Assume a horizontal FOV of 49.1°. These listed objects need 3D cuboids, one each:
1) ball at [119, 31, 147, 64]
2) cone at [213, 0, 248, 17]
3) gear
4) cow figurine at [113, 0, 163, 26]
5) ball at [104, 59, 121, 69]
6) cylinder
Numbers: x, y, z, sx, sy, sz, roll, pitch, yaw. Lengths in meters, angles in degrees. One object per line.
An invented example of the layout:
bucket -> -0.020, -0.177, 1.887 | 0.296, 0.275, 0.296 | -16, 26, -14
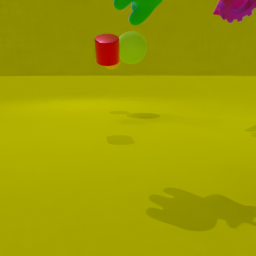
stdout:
ball -> 0.151, -3.451, 12.054 | 1.354, 1.354, 1.354 | 0, 12, 0
cone -> 3.331, -4.145, 9.644 | 1.211, 1.207, 1.207 | -33, 25, -21
gear -> 3.515, -3.957, 8.754 | 1.365, 1.365, 0.253 | -4, 57, -18
cow figurine -> 0.459, -2.540, 4.578 | 1.470, 0.820, 1.494 | -37, 30, 29
ball -> -0.753, -3.123, 12.726 | 0.908, 0.908, 0.908 | 0, 12, 0
cylinder -> -0.593, -2.242, 8.039 | 0.702, 0.702, 0.702 | 0, 40, 0
